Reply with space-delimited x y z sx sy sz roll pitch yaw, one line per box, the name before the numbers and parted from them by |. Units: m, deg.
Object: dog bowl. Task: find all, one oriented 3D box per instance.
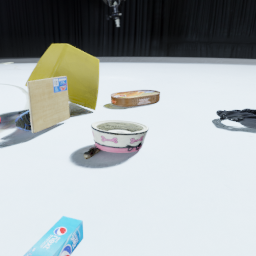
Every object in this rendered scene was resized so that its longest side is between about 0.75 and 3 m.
dog bowl | -0.269 0.245 8.714 1.785 0.658 1.785 4 13 -1

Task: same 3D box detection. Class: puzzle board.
puzzle board | -2.869 -0.942 10.288 0.201 1.740 2.308 4 16 19

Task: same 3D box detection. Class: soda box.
soda box | -1.155 1.884 4.324 0.407 0.385 1.200 7 20 20

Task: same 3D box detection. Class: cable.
cable | 4.825 -0.531 11.401 2.379 0.604 1.941 11 21 31

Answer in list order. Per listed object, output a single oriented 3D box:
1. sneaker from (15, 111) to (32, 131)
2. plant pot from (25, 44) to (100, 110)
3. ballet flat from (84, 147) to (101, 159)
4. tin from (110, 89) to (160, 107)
sneaker | -3.561 -0.344 10.803 0.872 0.838 2.224 -8 9 21
plant pot | -2.815 -2.476 13.071 2.646 2.334 2.646 18 3 -40
ballet flat | -1.053 0.740 8.230 0.281 0.193 0.835 7 15 18
tin | 0.428 -1.592 14.784 2.842 0.595 1.591 -11 17 -30
